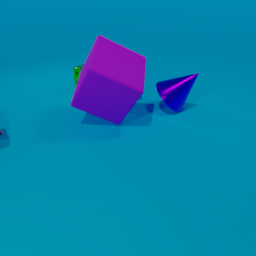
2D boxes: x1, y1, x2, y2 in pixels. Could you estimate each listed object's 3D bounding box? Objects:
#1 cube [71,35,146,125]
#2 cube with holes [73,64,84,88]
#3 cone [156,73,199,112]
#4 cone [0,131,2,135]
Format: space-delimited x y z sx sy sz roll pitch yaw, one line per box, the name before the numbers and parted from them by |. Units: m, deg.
cube | -0.481 -1.192 7.155 1.384 1.384 1.384 21 48 -17
cube with holes | -1.126 -1.592 9.331 0.938 0.938 0.938 17 32 29
cone | 1.566 -1.208 7.945 1.102 1.106 1.102 33 36 -28
cone | -3.395 -0.273 6.309 0.942 0.945 0.942 -9 -6 -1
